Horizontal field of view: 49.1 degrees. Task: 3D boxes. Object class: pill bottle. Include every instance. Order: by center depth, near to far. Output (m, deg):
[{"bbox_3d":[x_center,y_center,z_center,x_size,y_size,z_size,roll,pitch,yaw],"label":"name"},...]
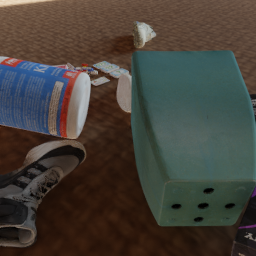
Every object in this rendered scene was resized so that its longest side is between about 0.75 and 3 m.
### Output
[{"bbox_3d":[-2.353,-0.744,6.347,2.766,1.552,1.552,11,39,-1],"label":"pill bottle"}]

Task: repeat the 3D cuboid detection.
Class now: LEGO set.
[{"bbox_3d":[-1.049,-1.845,8.975,1.762,0.432,1.316,-28,44,-32],"label":"LEGO set"}]

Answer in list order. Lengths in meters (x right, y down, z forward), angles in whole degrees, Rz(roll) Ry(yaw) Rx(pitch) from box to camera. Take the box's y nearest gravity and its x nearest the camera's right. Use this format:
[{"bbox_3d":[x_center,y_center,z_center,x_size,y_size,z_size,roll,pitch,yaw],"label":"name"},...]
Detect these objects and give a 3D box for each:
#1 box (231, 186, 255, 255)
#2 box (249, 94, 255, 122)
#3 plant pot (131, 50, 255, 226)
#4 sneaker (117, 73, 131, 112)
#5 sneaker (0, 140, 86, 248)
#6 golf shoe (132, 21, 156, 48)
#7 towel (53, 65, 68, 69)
[{"bbox_3d":[3.023,1.094,4.114,2.081,0.526,2.911,14,43,33],"label":"box"},{"bbox_3d":[3.862,-0.037,6.695,1.798,0.454,2.515,-4,40,-5],"label":"box"},{"bbox_3d":[1.109,0.202,5.268,2.057,2.058,2.912,0,45,0],"label":"plant pot"},{"bbox_3d":[0.468,-0.701,7.391,1.010,0.859,2.283,-1,36,-29],"label":"sneaker"},{"bbox_3d":[-1.621,1.176,4.864,2.406,0.908,1.369,-27,46,-21],"label":"sneaker"},{"bbox_3d":[0.674,-3.746,11.115,0.944,0.760,1.942,4,40,-4],"label":"golf shoe"},{"bbox_3d":[-2.702,-1.082,8.101,1.846,0.377,2.523,-6,39,-4],"label":"towel"}]
